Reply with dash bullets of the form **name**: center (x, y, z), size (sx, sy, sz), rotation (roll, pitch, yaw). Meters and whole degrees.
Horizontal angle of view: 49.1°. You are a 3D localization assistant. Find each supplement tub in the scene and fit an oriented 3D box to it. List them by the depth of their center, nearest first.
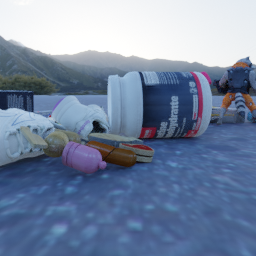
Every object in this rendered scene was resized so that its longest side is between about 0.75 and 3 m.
- **supplement tub**: center (0.669, -0.544, 6.612), size (2.225, 1.561, 1.561), rotation (-1, 8, -7)

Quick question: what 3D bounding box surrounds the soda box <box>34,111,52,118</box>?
- **soda box**: center (-3.134, -0.447, 10.324), size (0.316, 0.340, 0.997), rotation (5, 9, 30)

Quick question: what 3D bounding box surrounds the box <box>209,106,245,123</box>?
- **box**: center (3.265, -0.536, 10.466), size (1.538, 0.469, 1.942), rotation (0, 8, 4)

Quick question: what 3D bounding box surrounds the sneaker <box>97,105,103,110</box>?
- **sneaker**: center (-1.512, -0.834, 12.821), size (0.356, 0.425, 0.960), rotation (8, 13, 37)

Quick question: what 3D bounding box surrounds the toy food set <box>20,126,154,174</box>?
- **toy food set**: center (-0.480, 0.363, 4.300), size (2.166, 0.341, 1.377), rotation (8, 9, -32)

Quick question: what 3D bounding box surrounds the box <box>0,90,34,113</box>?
- **box**: center (-4.339, -0.681, 9.058), size (1.830, 1.128, 1.815), rotation (7, 8, 41)

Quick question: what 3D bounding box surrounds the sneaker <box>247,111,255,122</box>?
- **sneaker**: center (4.799, -0.378, 9.703), size (1.285, 0.510, 0.614), rotation (-12, 20, -19)

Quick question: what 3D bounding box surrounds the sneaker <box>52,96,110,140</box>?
- **sneaker**: center (-0.867, -0.026, 6.474), size (1.125, 0.845, 2.258), rotation (39, 7, 14)

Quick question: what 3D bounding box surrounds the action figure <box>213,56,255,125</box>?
- **action figure**: center (3.842, -1.227, 8.833), size (2.344, 2.267, 1.226), rotation (-3, -18, 24)

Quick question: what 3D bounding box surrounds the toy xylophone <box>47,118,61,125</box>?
- **toy xylophone**: center (-2.211, -0.151, 8.484), size (0.780, 0.268, 1.065), rotation (1, 8, 8)

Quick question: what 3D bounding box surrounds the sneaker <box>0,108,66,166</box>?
- **sneaker**: center (-1.802, 0.087, 4.547), size (1.151, 0.985, 2.643), rotation (6, 9, 4)

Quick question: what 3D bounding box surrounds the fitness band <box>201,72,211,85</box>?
- **fitness band**: center (1.807, -1.133, 10.028), size (2.087, 0.544, 2.905), rotation (-29, -6, -9)
